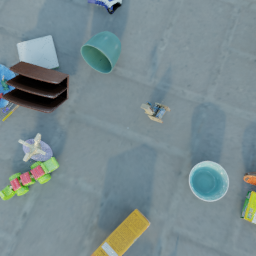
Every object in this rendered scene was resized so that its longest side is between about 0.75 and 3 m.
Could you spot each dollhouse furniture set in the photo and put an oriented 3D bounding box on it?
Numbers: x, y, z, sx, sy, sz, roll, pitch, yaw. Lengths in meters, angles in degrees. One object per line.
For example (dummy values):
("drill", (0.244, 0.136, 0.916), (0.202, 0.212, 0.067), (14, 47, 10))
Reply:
("dollhouse furniture set", (1.020, -0.696, 10.220), (0.605, 0.863, 0.608), (22, 74, 43))

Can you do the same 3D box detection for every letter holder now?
("letter holder", (-3.314, -1.450, 9.905), (2.004, 1.008, 1.424), (18, 36, 11))

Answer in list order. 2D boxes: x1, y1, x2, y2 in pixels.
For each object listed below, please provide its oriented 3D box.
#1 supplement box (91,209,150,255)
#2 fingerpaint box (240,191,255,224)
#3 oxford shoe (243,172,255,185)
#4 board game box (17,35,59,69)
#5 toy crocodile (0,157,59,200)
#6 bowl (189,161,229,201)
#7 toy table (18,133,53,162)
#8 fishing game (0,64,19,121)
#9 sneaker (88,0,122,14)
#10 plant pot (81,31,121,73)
("supplement box", (-0.245, 3.690, 9.163), (0.749, 0.724, 2.176), (41, 72, 16))
("fingerpaint box", (4.488, 2.814, 9.715), (0.837, 0.368, 1.004), (21, 78, 6))
("oxford shoe", (4.986, 1.640, 9.955), (1.861, 0.663, 0.678), (2, 56, -4))
("board game box", (-3.596, -2.889, 11.209), (1.431, 0.185, 1.432), (-15, 77, -4))
("toy crocodile", (-3.454, 1.750, 9.819), (2.198, 0.679, 0.742), (-30, 78, -7))
("bowl", (2.734, 1.868, 9.774), (1.350, 0.706, 1.350), (0, 76, 1))
("toy table", (-3.335, 0.742, 10.074), (1.147, 0.672, 1.055), (14, 76, 4))
("fishing game", (-5.337, -1.610, 10.783), (2.880, 0.448, 2.062), (44, 77, 10))
("sneaker", (-0.921, -5.206, 11.558), (1.519, 0.614, 0.877), (-2, 74, -2))
("plant pot", (-0.908, -2.974, 10.680), (1.397, 1.397, 1.121), (30, 67, 7))
